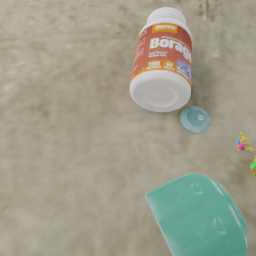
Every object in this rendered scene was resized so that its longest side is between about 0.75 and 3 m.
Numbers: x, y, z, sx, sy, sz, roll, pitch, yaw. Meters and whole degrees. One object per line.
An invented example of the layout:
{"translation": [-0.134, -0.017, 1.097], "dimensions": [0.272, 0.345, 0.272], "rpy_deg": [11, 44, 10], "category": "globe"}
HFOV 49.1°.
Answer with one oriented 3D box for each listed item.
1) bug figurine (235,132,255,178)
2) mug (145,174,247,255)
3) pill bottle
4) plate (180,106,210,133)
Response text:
{"translation": [2.768, 0.642, 6.399], "dimensions": [0.305, 0.919, 1.186], "rpy_deg": [-32, 70, 17], "category": "bug figurine"}
{"translation": [1.360, 1.891, 5.156], "dimensions": [1.326, 2.145, 1.762], "rpy_deg": [-27, 19, -2], "category": "mug"}
{"translation": [0.947, -1.913, 7.538], "dimensions": [1.518, 1.518, 2.707], "rpy_deg": [6, 60, 4], "category": "pill bottle"}
{"translation": [1.775, -0.247, 7.327], "dimensions": [0.804, 0.103, 0.804], "rpy_deg": [3, 62, -5], "category": "plate"}
